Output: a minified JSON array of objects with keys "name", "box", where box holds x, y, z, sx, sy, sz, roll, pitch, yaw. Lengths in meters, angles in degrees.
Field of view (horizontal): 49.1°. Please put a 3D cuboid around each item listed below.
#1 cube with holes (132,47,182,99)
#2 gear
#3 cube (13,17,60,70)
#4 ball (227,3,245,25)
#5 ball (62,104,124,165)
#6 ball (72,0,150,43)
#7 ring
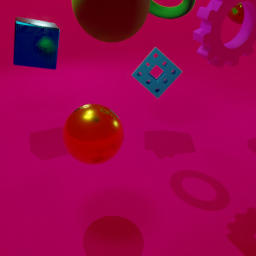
[{"name":"cube with holes","box":[0.830,-1.626,8.162,0.997,0.997,0.997,41,15,-7]},{"name":"gear","box":[1.914,-1.887,5.099,1.549,1.549,0.286,-13,36,-24]},{"name":"cube","box":[-2.670,-2.452,8.106,1.163,1.163,1.163,3,25,-22]},{"name":"ball","box":[3.270,-3.465,7.708,1.171,1.171,1.171,0,27,0]},{"name":"ball","box":[-0.615,0.110,5.000,1.085,1.085,1.085,0,27,0]},{"name":"ball","box":[-0.217,-1.621,3.611,0.997,0.997,0.997,0,27,0]},{"name":"ring","box":[0.829,-2.914,6.175,1.332,1.332,0.266,11,73,20]}]
